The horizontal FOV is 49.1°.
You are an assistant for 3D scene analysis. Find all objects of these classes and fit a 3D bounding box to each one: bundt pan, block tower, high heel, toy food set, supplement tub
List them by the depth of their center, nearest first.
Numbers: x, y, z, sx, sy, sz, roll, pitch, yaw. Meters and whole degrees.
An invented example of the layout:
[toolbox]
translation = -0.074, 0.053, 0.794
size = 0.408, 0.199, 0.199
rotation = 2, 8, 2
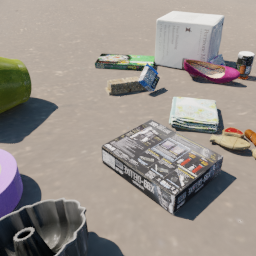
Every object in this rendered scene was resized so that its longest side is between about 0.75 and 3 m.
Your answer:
[bundt pan]
translation = -1.493, 1.950, 4.379
size = 1.993, 0.748, 1.993
rotation = -15, 16, 4
[toy food set]
translation = 3.410, 0.429, 7.529
size = 2.083, 0.328, 1.324
rotation = 18, 36, 38
[block tower]
translation = -0.024, -1.618, 10.509
size = 1.598, 0.462, 0.431
rotation = -13, 35, -17
[high heel]
translation = 3.245, -2.318, 10.936
size = 2.102, 1.008, 0.708
rotation = 17, 80, 29
[supplement tub]
translation = 4.731, -2.548, 11.412
size = 0.623, 1.016, 0.623
rotation = 0, 34, 0

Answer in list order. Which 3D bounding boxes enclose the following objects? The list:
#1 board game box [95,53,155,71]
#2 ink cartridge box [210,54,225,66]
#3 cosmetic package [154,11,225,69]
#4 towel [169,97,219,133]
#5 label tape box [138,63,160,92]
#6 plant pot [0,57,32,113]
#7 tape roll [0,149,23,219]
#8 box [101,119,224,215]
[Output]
[board game box]
translation = -0.097, -3.032, 12.837
size = 2.595, 0.304, 1.359
rotation = 5, 31, 8
[ink cartridge box]
translation = 3.775, -2.639, 11.867
size = 0.255, 0.652, 1.377
rotation = -10, 21, 38
[cosmetic package]
translation = 2.736, -3.906, 12.538
size = 2.478, 2.042, 2.044
rotation = 15, 36, 24
[towel]
translation = 2.059, -0.469, 8.811
size = 1.432, 0.403, 1.673
rotation = 9, 34, 8
[label tape box]
translation = 0.835, -1.904, 10.346
size = 0.304, 0.658, 0.919
rotation = -7, 52, 54
[plant pot]
translation = -4.353, -1.351, 8.771
size = 2.281, 2.281, 2.196
rotation = 26, 30, 34
[tape roll]
translation = -3.333, 1.265, 5.881
size = 2.034, 0.667, 2.034
rotation = -1, 33, 0
[box]
translation = 0.771, 0.750, 6.736
size = 1.824, 0.575, 2.313
rotation = -28, 42, -36
